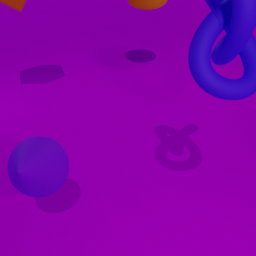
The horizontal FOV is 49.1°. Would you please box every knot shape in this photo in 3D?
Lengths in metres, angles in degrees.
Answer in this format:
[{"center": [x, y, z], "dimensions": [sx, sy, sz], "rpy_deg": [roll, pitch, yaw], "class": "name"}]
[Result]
[{"center": [1.593, -1.492, 4.216], "dimensions": [0.906, 1.960, 1.834], "rpy_deg": [4, 21, 32], "class": "knot shape"}]

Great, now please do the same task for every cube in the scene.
[{"center": [-3.288, -4.166, 7.526], "dimensions": [1.243, 1.243, 1.243], "rpy_deg": [18, 29, -38], "class": "cube"}]

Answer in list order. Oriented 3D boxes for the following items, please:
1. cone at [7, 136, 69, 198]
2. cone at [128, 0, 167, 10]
[{"center": [-1.431, 0.595, 4.075], "dimensions": [0.993, 0.993, 0.997], "rpy_deg": [-2, -4, -3], "class": "cone"}, {"center": [0.685, -5.188, 9.676], "dimensions": [1.488, 1.493, 1.488], "rpy_deg": [-1, 56, 2], "class": "cone"}]
